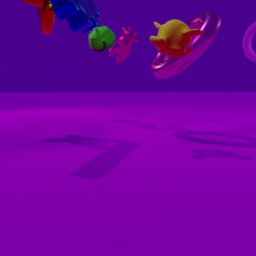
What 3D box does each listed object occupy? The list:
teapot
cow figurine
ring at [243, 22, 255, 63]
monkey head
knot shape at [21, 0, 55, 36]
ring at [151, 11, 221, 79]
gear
[{"bbox_3d":[-0.946,-3.150,9.791,0.956,0.753,1.538,-31,43,1],"label":"teapot"},{"bbox_3d":[-0.075,-2.509,8.377,0.624,1.119,1.137,40,30,-3],"label":"cow figurine"},{"bbox_3d":[4.323,-2.788,9.046,0.273,1.364,1.364,-12,13,-30],"label":"ring"},{"bbox_3d":[0.750,-1.654,5.009,1.045,0.630,0.752,28,11,38],"label":"monkey head"},{"bbox_3d":[-1.864,-3.134,6.553,2.005,1.876,0.926,3,1,28],"label":"knot shape"},{"bbox_3d":[1.282,-1.908,6.477,0.384,1.921,1.921,41,-6,-19],"label":"ring"},{"bbox_3d":[-1.207,-2.816,5.206,0.382,2.067,2.067,-21,2,16],"label":"gear"}]
